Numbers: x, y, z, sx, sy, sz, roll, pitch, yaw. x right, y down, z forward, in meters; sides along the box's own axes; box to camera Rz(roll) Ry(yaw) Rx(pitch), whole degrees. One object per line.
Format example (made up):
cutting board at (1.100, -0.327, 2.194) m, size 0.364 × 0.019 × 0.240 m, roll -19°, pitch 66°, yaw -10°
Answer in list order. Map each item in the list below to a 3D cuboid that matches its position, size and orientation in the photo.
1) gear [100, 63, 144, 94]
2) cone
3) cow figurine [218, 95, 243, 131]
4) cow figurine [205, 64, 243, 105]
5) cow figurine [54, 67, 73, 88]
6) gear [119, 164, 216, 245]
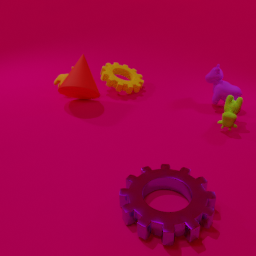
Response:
gear at (-0.230, -2.006, 11.129) m, size 1.698 × 0.314 × 1.698 m, roll 14°, pitch 38°, yaw -12°
cone at (-1.673, -1.953, 10.035) m, size 1.490 × 1.496 × 1.490 m, roll 4°, pitch -10°, yaw 1°
cow figurine at (3.219, -0.472, 8.751) m, size 0.592 × 1.061 × 1.078 m, roll 17°, pitch 9°, yaw 20°
cow figurine at (3.344, -1.461, 9.785) m, size 1.381 × 1.359 × 0.758 m, roll 17°, pitch 5°, yaw 16°
cow figurine at (-2.310, -1.956, 10.892) m, size 1.016 × 0.558 × 1.000 m, roll 23°, pitch 79°, yaw 40°
gear at (0.828, 1.535, 6.018) m, size 1.991 × 0.368 × 1.991 m, roll -2°, pitch 30°, yaw 1°
